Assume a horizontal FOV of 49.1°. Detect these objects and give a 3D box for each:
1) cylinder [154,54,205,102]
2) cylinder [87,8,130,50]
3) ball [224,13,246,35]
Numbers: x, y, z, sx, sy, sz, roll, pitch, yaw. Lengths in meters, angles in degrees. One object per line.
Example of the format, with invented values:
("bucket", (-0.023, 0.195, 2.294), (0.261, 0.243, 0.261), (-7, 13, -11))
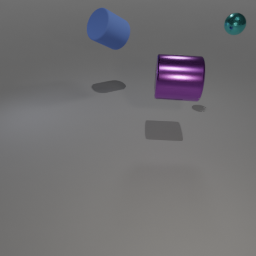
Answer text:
("cylinder", (1.576, -1.574, 8.817), (1.400, 1.400, 1.400), (4, 30, 3))
("cylinder", (-0.858, -4.354, 12.402), (1.400, 1.400, 1.400), (28, 12, 39))
("ball", (3.553, -3.449, 9.296), (0.700, 0.700, 0.700), (0, 30, 0))
